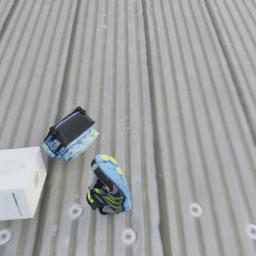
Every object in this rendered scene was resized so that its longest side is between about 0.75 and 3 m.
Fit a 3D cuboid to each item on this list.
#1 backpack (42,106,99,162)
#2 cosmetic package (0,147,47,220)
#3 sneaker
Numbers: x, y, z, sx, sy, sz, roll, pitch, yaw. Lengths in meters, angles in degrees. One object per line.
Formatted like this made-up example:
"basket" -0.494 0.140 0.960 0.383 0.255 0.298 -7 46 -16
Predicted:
"backpack" -1.550 0.281 7.372 1.012 1.377 1.260 51 51 -7
"cosmetic package" -2.886 1.284 6.546 1.526 0.938 1.521 -3 31 -1
"sneaker" -0.470 1.373 6.017 0.919 2.218 0.786 -20 54 -10
